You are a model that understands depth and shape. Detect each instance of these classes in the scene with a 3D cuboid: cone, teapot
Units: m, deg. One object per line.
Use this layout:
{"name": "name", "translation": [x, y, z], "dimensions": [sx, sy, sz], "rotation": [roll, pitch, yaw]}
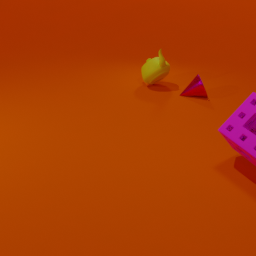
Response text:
{"name": "cone", "translation": [2.479, -1.474, 11.007], "dimensions": [0.973, 0.970, 0.970], "rotation": [-23, 27, 14]}
{"name": "teapot", "translation": [1.106, -2.475, 11.589], "dimensions": [1.232, 1.981, 0.970], "rotation": [-25, 80, -25]}

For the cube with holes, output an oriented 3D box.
{"name": "cube with holes", "translation": [3.128, 0.164, 6.540], "dimensions": [1.192, 1.192, 1.192], "rotation": [-48, 46, 5]}
